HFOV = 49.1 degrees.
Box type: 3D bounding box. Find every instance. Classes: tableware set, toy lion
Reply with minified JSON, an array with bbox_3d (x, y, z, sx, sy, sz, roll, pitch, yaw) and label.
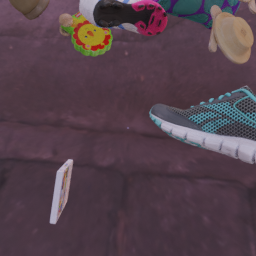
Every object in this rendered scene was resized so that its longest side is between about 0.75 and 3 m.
[{"bbox_3d":[2.498,-1.991,5.398,2.918,0.339,2.438,20,67,-28],"label":"tableware set"},{"bbox_3d":[-0.916,-2.459,6.958,1.338,0.479,1.396,36,64,3],"label":"toy lion"}]

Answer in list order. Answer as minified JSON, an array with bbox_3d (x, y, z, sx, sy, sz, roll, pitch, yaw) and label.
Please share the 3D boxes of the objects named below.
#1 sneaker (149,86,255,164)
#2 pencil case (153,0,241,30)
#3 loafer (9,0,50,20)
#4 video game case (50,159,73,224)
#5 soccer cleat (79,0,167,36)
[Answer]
[{"bbox_3d":[1.140,-0.109,3.256,1.818,0.705,0.829,17,88,26],"label":"sneaker"},{"bbox_3d":[1.470,-3.219,6.776,2.876,1.224,1.329,-4,14,-41],"label":"pencil case"},{"bbox_3d":[-2.452,-3.543,6.084,1.002,0.889,2.636,-36,64,14],"label":"loafer"},{"bbox_3d":[-1.096,1.007,4.698,0.101,1.120,0.802,9,92,-4],"label":"video game case"},{"bbox_3d":[-0.048,-2.116,5.107,1.801,0.629,0.777,-9,37,-41],"label":"soccer cleat"}]
